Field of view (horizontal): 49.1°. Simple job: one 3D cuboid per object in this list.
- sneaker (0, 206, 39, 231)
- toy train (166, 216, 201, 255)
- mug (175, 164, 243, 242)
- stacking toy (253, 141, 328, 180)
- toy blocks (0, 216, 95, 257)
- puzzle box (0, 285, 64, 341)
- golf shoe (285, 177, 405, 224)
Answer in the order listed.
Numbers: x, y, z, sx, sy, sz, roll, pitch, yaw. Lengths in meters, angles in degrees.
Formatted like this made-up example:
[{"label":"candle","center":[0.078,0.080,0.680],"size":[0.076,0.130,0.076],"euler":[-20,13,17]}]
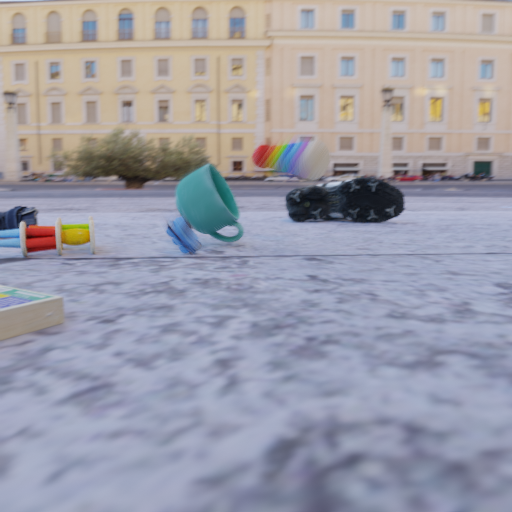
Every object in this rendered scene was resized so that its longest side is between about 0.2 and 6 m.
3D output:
[{"label":"sneaker","center":[-5.675,-0.728,12.403],"size":[1.378,0.725,1.908],"euler":[0,7,17]},{"label":"toy train","center":[-1.282,-0.346,10.017],"size":[0.437,0.766,0.332],"euler":[-9,37,41]},{"label":"mug","center":[-0.980,-0.952,11.154],"size":[0.928,1.501,1.233],"euler":[-28,-16,13]},{"label":"stacking toy","center":[0.586,-1.973,11.353],"size":[1.724,0.736,0.736],"euler":[13,15,42]},{"label":"toy blocks","center":[-3.891,-0.367,10.331],"size":[1.743,0.633,1.453],"euler":[-3,9,-18]},{"label":"puzzle box","center":[-3.210,0.536,5.438],"size":[2.262,0.288,1.505],"euler":[6,10,32]},{"label":"golf shoe","center":[2.655,-1.698,16.872],"size":[3.514,1.366,1.660],"euler":[2,9,7]}]
